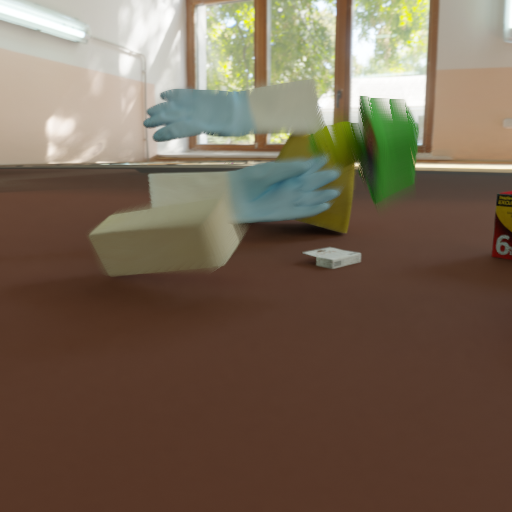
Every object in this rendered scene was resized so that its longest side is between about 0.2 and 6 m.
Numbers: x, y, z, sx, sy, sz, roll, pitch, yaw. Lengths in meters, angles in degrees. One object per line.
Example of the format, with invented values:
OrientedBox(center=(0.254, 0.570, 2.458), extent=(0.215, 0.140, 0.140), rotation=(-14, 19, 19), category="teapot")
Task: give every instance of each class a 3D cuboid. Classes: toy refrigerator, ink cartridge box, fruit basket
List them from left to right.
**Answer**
OrientedBox(center=(-1.301, -0.254, 7.942), extent=(1.956, 0.743, 0.684), rotation=(-7, 30, 26), category="toy refrigerator")
OrientedBox(center=(1.251, 0.030, 9.311), extent=(0.757, 0.169, 0.667), rotation=(-11, 16, -42), category="ink cartridge box")
OrientedBox(center=(1.469, -1.495, 7.853), extent=(1.465, 1.465, 1.057), rotation=(-2, 51, -9), category="fruit basket")
OrientedBox(center=(4.898, -0.631, 9.189), extent=(0.722, 1.511, 1.721), rotation=(-12, 16, -44), category="ink cartridge box")

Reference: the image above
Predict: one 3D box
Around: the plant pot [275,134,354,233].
OrientedBox(center=(1.271, -1.762, 12.525), extent=(2.015, 1.777, 2.015), rotation=(16, 14, 3), category="plant pot")

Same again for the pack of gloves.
OrientedBox(center=(-0.272, -2.193, 11.048), extent=(3.817, 3.207, 0.753), rotation=(-8, -18, -10), category="pack of gloves")
